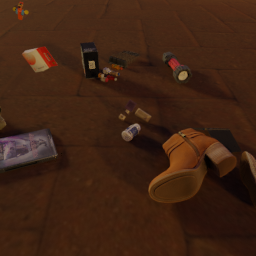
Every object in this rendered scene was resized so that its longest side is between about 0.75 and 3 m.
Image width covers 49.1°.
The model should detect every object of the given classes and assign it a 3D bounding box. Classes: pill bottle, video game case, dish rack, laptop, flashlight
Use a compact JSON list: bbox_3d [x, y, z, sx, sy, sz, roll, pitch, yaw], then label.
[{"bbox_3d":[0.144,0.146,10.561,0.420,0.420,0.757,24,42,29],"label":"pill bottle"},{"bbox_3d":[-3.811,0.789,9.858,2.374,0.225,1.696,-14,38,-17],"label":"video game case"},{"bbox_3d":[-0.166,-4.082,16.378,1.314,0.467,1.713,26,42,29],"label":"dish rack"},{"bbox_3d":[3.119,0.411,10.114,1.319,0.816,1.409,1,1,-37],"label":"laptop"},{"bbox_3d":[2.507,-3.320,14.938,0.909,0.906,2.676,-9,38,-10],"label":"flashlight"}]

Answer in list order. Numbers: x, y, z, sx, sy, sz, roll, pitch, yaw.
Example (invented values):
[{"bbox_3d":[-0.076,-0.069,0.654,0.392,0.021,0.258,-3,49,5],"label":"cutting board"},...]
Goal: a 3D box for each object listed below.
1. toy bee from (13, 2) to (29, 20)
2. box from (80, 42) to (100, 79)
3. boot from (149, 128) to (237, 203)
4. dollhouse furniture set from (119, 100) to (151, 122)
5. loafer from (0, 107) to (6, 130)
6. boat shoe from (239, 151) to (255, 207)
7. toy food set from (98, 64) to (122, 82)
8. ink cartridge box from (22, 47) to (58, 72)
[{"bbox_3d":[-4.178,-4.654,10.970,0.559,0.464,0.854,19,-19,-31],"label":"toy bee"},{"bbox_3d":[-1.998,-3.567,14.763,0.773,1.485,1.352,-8,37,-10],"label":"box"},{"bbox_3d":[1.611,1.063,8.955,2.921,1.076,2.260,-19,30,-15],"label":"boot"},{"bbox_3d":[0.330,-0.473,11.711,1.124,0.891,0.798,34,1,7],"label":"dollhouse furniture set"},{"bbox_3d":[-5.545,-0.587,11.302,0.832,0.899,2.390,-17,48,-30],"label":"loafer"},{"bbox_3d":[3.925,1.564,8.450,0.643,0.710,1.993,3,45,-4],"label":"boat shoe"},{"bbox_3d":[-0.875,-2.740,14.338,0.605,0.642,1.344,21,40,26],"label":"toy food set"},{"bbox_3d":[-3.537,-2.731,11.267,1.166,0.946,0.292,1,49,32],"label":"ink cartridge box"}]
